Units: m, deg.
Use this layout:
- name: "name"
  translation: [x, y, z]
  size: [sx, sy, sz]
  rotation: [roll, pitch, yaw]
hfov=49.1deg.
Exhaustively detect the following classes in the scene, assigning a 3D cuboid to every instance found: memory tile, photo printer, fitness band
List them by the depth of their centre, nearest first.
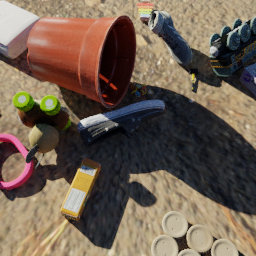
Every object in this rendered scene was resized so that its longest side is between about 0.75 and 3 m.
- name: "memory tile"
  translation: [1.405, 3.772, 7.025]
  size: [2.181, 0.239, 2.845]
  rotation: [26, 62, 14]
- name: "fitness band"
  translation: [-3.760, 0.989, 8.609]
  size: [1.353, 0.352, 1.883]
  rotation: [-36, 67, -20]
- name: "photo printer"
  translation: [-4.977, -4.069, 11.287]
  size: [2.516, 0.874, 2.093]
  rotation: [29, 64, 16]

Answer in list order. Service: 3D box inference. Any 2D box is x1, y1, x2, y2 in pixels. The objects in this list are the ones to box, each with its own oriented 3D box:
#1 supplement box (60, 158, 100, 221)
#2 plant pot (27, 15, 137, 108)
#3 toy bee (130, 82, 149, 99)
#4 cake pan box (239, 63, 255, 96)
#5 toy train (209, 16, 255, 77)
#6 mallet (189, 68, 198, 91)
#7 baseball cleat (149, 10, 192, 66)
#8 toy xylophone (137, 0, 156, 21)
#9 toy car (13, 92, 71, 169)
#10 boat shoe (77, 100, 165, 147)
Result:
- name: "supplement box"
  translation: [-1.340, 1.742, 8.034]
  size: [0.579, 0.560, 1.684]
  rotation: [21, 62, 6]
- name: "plant pot"
  translation: [-1.556, -2.389, 9.360]
  size: [2.832, 2.912, 2.912]
  rotation: [15, 60, 18]
- name: "toy bee"
  translation: [0.489, -1.370, 9.895]
  size: [1.004, 0.546, 0.657]
  rotation: [26, 61, 14]
- name: "cake pan box"
  translation: [5.821, -1.518, 9.839]
  size: [2.611, 0.742, 2.835]
  rotation: [-23, 60, -15]
- name: "toy train"
  translation: [4.058, -3.040, 10.370]
  size: [2.708, 1.543, 1.154]
  rotation: [-36, 29, -24]
- name: "mallet"
  translation: [2.366, -1.810, 10.377]
  size: [0.325, 0.203, 0.986]
  rotation: [14, 64, 8]
- name: "baseball cleat"
  translation: [1.488, -3.375, 10.562]
  size: [1.293, 0.847, 2.429]
  rotation: [-9, 65, -43]
- name: "toy xylophone"
  translation: [0.856, -5.103, 12.242]
  size: [0.866, 0.297, 1.183]
  rotation: [-5, 60, -3]
- name: "toy car"
  translation: [-2.703, 0.186, 8.470]
  size: [1.580, 1.645, 2.003]
  rotation: [8, 72, 5]
- name: "boat shoe"
  translation: [-0.124, -0.096, 8.937]
  size: [2.906, 1.016, 0.963]
  rotation: [-15, 76, -11]
